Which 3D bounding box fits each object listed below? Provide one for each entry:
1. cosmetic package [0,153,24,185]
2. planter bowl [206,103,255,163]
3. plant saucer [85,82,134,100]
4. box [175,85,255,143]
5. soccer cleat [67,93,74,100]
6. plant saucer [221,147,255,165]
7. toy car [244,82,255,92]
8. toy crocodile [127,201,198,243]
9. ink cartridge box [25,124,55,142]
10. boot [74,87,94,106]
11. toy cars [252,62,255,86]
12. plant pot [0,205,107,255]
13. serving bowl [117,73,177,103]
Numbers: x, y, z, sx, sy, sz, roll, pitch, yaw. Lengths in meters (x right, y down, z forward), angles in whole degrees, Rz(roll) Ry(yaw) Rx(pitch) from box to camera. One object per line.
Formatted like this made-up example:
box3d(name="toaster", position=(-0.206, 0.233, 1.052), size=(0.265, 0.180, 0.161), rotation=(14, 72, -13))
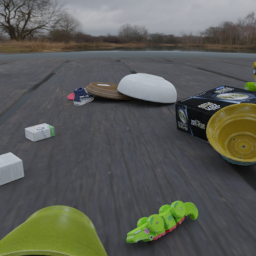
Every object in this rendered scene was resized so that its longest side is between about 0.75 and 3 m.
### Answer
box3d(name="cosmetic package", position=(-3.082, 1.014, 6.257), size=(1.273, 0.454, 0.646), rotation=(-17, 26, -41))
box3d(name="planter bowl", position=(2.966, 0.288, 7.126), size=(1.844, 0.768, 1.844), rotation=(-10, 47, 11))
box3d(name="plant saucer", position=(-0.891, -1.929, 14.279), size=(2.590, 0.381, 2.590), rotation=(8, 17, -3))
box3d(name="box", position=(3.108, -0.506, 9.262), size=(2.396, 1.032, 1.962), rotation=(-20, 26, -24))
box3d(name="soccer cleat", position=(-2.573, -1.585, 14.093), size=(1.044, 0.348, 0.399), rotation=(-23, -9, -31))
box3d(name="plant saucer", position=(2.996, 0.757, 7.492), size=(1.021, 0.140, 1.021), rotation=(0, 20, 0))
box3d(name="toy car", position=(5.147, -0.562, 10.064), size=(1.680, 1.614, 2.046), rotation=(2, 47, 1))
box3d(name="toy crocodile", position=(0.594, 1.591, 4.711), size=(1.417, 0.437, 0.478), rotation=(-16, -15, -36))
box3d(name="ink cartridge box", position=(-2.827, 0.137, 8.992), size=(0.548, 0.330, 0.755), rotation=(18, 27, 40))
box3d(name="boot", position=(-2.090, -1.629, 13.443), size=(0.604, 0.750, 1.660), rotation=(5, 20, 13))
box3d(name="toy cars", position=(5.223, -1.166, 9.387), size=(2.757, 0.610, 1.236), rotation=(40, 72, 16))
box3d(name="plant pot", position=(-0.854, 1.657, 3.064), size=(1.635, 1.635, 1.575), rotation=(-2, 8, -6))
box3d(name="serving bowl", position=(0.999, -2.055, 13.572), size=(2.935, 0.965, 2.935), rotation=(10, 16, -3))
